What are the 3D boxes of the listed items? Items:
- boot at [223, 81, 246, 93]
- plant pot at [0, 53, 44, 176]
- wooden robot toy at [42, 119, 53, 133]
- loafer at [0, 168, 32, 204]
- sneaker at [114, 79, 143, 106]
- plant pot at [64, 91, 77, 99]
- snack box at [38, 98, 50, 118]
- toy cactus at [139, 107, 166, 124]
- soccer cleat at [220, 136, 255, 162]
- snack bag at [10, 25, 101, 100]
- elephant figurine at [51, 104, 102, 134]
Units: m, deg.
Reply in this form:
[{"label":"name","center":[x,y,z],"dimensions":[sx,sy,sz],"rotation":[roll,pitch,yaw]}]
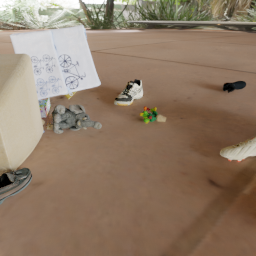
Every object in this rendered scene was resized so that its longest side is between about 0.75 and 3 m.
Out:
[{"label":"boot","center":[4.736,-1.823,12.427],"dimensions":[1.016,0.388,0.853],"rotation":[0,19,17]},{"label":"plant pot","center":[-3.465,-0.157,6.505],"dimensions":[2.438,2.435,2.158],"rotation":[-4,35,-8]},{"label":"wooden robot toy","center":[-2.840,-0.093,8.523],"dimensions":[1.042,0.459,0.473],"rotation":[-9,14,-20]},{"label":"loafer","center":[-2.474,1.132,5.643],"dimensions":[0.510,0.447,1.420],"rotation":[9,25,21]},{"label":"sneaker","center":[0.001,-1.445,11.095],"dimensions":[0.691,0.801,1.826],"rotation":[13,29,24]},{"label":"plant pot","center":[-2.322,-2.218,11.357],"dimensions":[1.349,1.380,1.340],"rotation":[-42,13,15]},{"label":"snack box","center":[-3.607,-0.682,9.780],"dimensions":[1.596,0.423,1.135],"rotation":[-5,25,-6]},{"label":"toy cactus","center":[0.851,-0.427,9.276],"dimensions":[0.847,0.525,1.026],"rotation":[15,18,11]},{"label":"soccer cleat","center":[2.984,0.478,6.946],"dimensions":[1.475,0.572,0.511],"rotation":[-3,23,-10]},{"label":"snack bag","center":[-2.508,-2.378,10.029],"dimensions":[2.744,2.587,0.294],"rotation":[-14,-7,-20]},{"label":"elephant figurine","center":[-1.584,-0.259,8.505],"dimensions":[1.339,0.947,1.039],"rotation":[-1,63,-20]}]
